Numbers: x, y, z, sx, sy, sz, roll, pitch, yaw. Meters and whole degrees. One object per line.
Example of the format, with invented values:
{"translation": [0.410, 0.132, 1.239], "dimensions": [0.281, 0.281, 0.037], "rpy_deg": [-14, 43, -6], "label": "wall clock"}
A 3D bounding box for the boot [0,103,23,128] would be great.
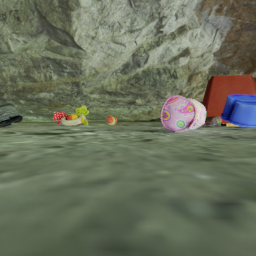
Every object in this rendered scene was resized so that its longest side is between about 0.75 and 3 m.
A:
{"translation": [-4.914, -0.347, 10.352], "dimensions": [1.784, 0.622, 1.174], "rpy_deg": [-26, 39, -22], "label": "boot"}

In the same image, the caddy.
{"translation": [4.566, -0.532, 10.477], "dimensions": [2.102, 1.103, 1.486], "rpy_deg": [1, 25, -8], "label": "caddy"}

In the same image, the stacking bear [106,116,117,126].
{"translation": [-0.817, -0.366, 13.202], "dimensions": [0.463, 0.434, 0.763], "rpy_deg": [11, -8, 8], "label": "stacking bear"}

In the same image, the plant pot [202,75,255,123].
{"translation": [5.507, -1.454, 15.334], "dimensions": [2.979, 2.628, 2.982], "rpy_deg": [1, 1, 11], "label": "plant pot"}

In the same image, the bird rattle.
{"translation": [-2.839, -0.522, 13.994], "dimensions": [1.806, 1.017, 1.472], "rpy_deg": [-3, 19, -14], "label": "bird rattle"}

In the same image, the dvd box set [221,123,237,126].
{"translation": [4.754, -0.150, 12.959], "dimensions": [0.888, 0.130, 0.649], "rpy_deg": [0, 3, -13], "label": "dvd box set"}

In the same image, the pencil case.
{"translation": [1.359, -0.299, 6.602], "dimensions": [0.851, 0.851, 1.946], "rpy_deg": [1, 2, 20], "label": "pencil case"}

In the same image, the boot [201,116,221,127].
{"translation": [2.900, -0.324, 12.138], "dimensions": [1.980, 0.636, 1.846], "rpy_deg": [7, 8, 41], "label": "boot"}
